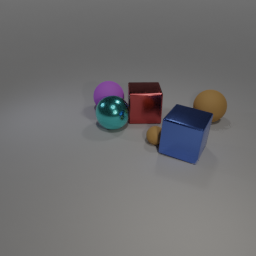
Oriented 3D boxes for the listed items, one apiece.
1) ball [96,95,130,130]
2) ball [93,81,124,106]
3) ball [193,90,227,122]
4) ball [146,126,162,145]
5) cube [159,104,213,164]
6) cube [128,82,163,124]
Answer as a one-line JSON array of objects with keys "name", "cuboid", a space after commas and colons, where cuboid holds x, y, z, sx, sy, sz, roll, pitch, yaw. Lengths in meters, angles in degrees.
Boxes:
[{"name": "ball", "cuboid": [-0.619, -0.626, 11.408, 1.400, 1.400, 1.400, 0, 30, 0]}, {"name": "ball", "cuboid": [-0.868, -1.430, 12.733, 1.400, 1.400, 1.400, 0, 30, 0]}, {"name": "ball", "cuboid": [3.509, -0.943, 12.006, 1.400, 1.400, 1.400, 0, 30, 0]}, {"name": "ball", "cuboid": [1.033, 0.274, 10.492, 0.700, 0.700, 0.700, 0, 30, 0]}, {"name": "cube", "cuboid": [2.042, 0.176, 9.907, 1.400, 1.400, 1.400, 17, 34, 22]}, {"name": "cube", "cuboid": [0.714, -1.115, 12.265, 1.400, 1.400, 1.400, -1, 30, -1]}]
